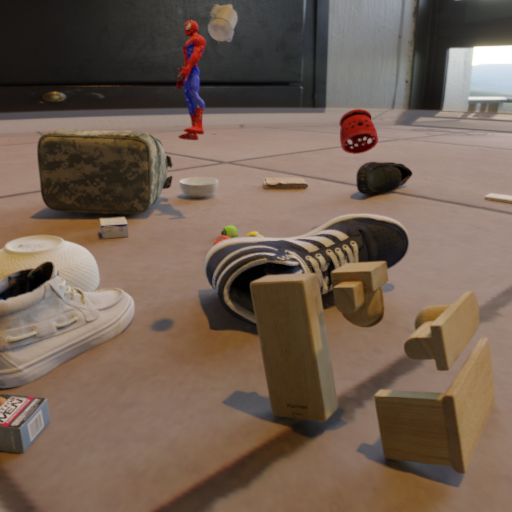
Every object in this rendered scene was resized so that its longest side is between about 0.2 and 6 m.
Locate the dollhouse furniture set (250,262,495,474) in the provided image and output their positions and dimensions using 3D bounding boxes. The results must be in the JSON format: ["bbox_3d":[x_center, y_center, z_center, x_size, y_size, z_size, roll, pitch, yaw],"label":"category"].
[{"bbox_3d":[1.363,0.982,6.286,2.037,1.937,1.659,-5,9,34],"label":"dollhouse furniture set"}]

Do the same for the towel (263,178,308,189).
[{"bbox_3d":[0.917,-2.322,17.835,1.385,0.239,0.917,-1,20,-3],"label":"towel"}]

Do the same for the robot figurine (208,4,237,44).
[{"bbox_3d":[-0.427,-2.963,7.144,0.305,0.458,0.540,-4,54,36],"label":"robot figurine"}]

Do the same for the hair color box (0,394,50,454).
[{"bbox_3d":[-2.837,1.742,5.945,1.088,0.330,0.538,3,20,9],"label":"hair color box"}]

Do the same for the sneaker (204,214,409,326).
[{"bbox_3d":[0.971,0.212,8.894,3.541,1.241,1.921,-9,15,-5],"label":"sneaker"}]

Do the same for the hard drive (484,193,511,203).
[{"bbox_3d":[7.087,-1.654,16.093,0.848,0.111,0.559,15,24,37],"label":"hard drive"}]

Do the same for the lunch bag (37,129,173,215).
[{"bbox_3d":[-3.924,-2.355,15.004,3.057,2.130,2.564,1,19,0],"label":"lunch bag"}]

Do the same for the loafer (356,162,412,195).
[{"bbox_3d":[3.892,-2.420,17.000,0.982,0.950,2.797,3,14,35],"label":"loafer"}]

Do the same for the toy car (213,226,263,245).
[{"bbox_3d":[-0.497,-0.447,12.352,1.238,0.276,1.165,-7,21,-21],"label":"toy car"}]

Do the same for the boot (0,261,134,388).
[{"bbox_3d":[-2.622,0.652,7.676,0.962,1.250,2.616,8,21,22],"label":"boot"}]

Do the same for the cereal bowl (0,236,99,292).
[{"bbox_3d":[-3.776,0.182,9.695,2.034,0.847,2.034,1,19,0],"label":"cereal bowl"}]

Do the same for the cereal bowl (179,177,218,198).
[{"bbox_3d":[-1.682,-1.985,16.501,1.135,0.473,1.135,0,18,0],"label":"cereal bowl"}]

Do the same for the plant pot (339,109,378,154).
[{"bbox_3d":[2.240,-2.782,12.466,0.812,0.812,0.739,-6,64,-3],"label":"plant pot"}]

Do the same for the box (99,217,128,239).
[{"bbox_3d":[-3.258,-0.638,12.817,0.584,0.333,0.635,-5,19,-17],"label":"box"}]

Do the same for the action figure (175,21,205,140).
[{"bbox_3d":[-1.629,-4.417,13.899,0.753,2.912,0.953,4,-6,-15],"label":"action figure"}]
